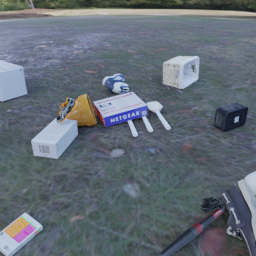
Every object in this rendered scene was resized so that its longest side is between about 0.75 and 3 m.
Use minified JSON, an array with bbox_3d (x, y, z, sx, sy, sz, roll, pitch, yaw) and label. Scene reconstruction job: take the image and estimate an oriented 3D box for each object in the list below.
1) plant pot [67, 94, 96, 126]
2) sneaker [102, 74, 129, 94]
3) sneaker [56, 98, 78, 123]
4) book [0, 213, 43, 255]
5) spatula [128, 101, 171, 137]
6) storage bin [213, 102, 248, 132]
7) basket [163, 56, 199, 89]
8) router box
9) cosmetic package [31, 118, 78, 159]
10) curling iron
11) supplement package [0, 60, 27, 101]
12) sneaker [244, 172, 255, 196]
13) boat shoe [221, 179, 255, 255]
[{"bbox_3d":[-2.086,-0.610,11.632,1.205,1.316,1.316,-18,30,-1],"label":"plant pot"},{"bbox_3d":[-0.387,-2.354,15.500,1.382,0.761,1.888,33,28,21],"label":"sneaker"},{"bbox_3d":[-2.332,-0.661,10.334,0.442,1.146,0.448,33,19,-27],"label":"sneaker"},{"bbox_3d":[-2.637,2.545,6.699,0.651,0.234,0.975,20,35,29],"label":"book"},{"bbox_3d":[0.746,-0.466,12.098,1.906,0.220,2.742,-10,27,-7],"label":"spatula"},{"bbox_3d":[4.261,-0.461,11.610,1.302,0.880,0.611,-15,31,-26],"label":"storage bin"},{"bbox_3d":[3.105,-3.332,16.419,1.347,1.480,2.184,16,32,34],"label":"basket"},{"bbox_3d":[-0.372,-0.889,12.548,1.991,0.486,1.787,-16,31,-13],"label":"router box"},{"bbox_3d":[-2.641,0.342,10.334,0.936,0.657,1.845,7,29,13],"label":"cosmetic package"},{"bbox_3d":[1.513,2.401,6.687,2.270,0.290,0.563,-33,30,-29],"label":"curling iron"},{"bbox_3d":[-6.883,-2.622,14.913,2.744,1.561,1.503,20,33,34],"label":"supplement package"},{"bbox_3d":[4.390,1.735,7.486,2.417,0.880,1.023,5,26,7],"label":"sneaker"},{"bbox_3d":[2.821,2.370,6.716,0.814,0.943,2.595,-33,22,25],"label":"boat shoe"}]
